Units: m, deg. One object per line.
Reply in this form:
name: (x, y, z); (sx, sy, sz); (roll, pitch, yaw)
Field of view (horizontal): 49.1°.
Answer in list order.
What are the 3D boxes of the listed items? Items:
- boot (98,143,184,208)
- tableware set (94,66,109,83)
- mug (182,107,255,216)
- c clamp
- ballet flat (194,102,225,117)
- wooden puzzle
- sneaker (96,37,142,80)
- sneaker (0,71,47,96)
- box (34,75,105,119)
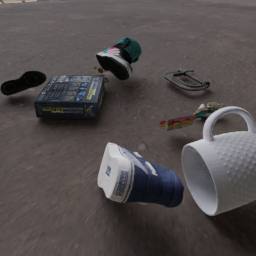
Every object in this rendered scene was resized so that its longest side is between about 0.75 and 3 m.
boot: (0.123, 1.023, 5.982); (1.268, 1.021, 2.808); (15, 3, -11)
tableware set: (-1.092, -2.187, 11.450); (0.568, 0.844, 0.129); (3, 47, 48)
mug: (2.221, 0.576, 5.887); (1.806, 2.060, 1.521); (-15, 8, -11)
c clamp: (2.595, -2.098, 11.842); (1.962, 0.311, 2.297); (-6, 33, -22)
ballet flat: (2.720, -0.643, 9.476); (1.120, 0.380, 0.422); (-9, 71, 1)
wooden puzzle: (1.516, -0.138, 8.192); (1.310, 0.777, 0.092); (-11, 71, 0)
sneaker: (-0.088, -2.965, 11.814); (1.731, 1.199, 2.867); (-33, 35, -11)
sneaker: (-4.007, -1.751, 10.810); (1.726, 0.655, 0.783); (-19, 9, -11)
box: (-1.993, -1.219, 10.253); (2.088, 0.675, 2.648); (0, 31, 1)
